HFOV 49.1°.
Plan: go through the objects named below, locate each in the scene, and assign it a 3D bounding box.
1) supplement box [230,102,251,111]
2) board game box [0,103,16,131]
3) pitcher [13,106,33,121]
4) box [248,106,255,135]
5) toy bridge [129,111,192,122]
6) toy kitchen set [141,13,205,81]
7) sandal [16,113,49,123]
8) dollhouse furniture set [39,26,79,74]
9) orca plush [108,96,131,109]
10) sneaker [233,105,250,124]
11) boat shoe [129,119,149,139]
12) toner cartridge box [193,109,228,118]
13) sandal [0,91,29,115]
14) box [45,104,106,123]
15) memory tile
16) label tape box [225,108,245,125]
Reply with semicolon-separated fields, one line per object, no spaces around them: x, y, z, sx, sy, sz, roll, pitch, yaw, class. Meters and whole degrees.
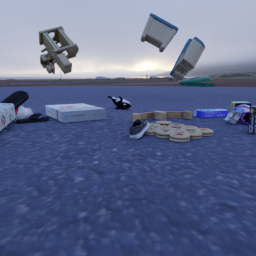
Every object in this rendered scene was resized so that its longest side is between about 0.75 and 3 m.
6.072;-1.115;15.136;0.849;0.570;0.848;1;11;4;supplement box
-5.089;-0.340;9.993;1.407;0.613;1.907;1;22;1;board game box
-5.051;-0.672;12.641;1.033;0.730;1.204;-4;1;8;pitcher
4.584;-0.314;9.901;0.973;0.966;0.242;-11;14;-41;box
1.427;-0.559;12.726;2.873;0.391;0.966;-4;9;-19;toy bridge
1.767;-3.397;11.131;2.318;1.704;2.893;29;-1;0;toy kitchen set
-4.107;-0.444;12.214;1.463;0.350;0.550;-10;14;-41;sandal
-2.396;-2.493;10.429;1.021;1.624;1.836;-27;68;-29;dollhouse furniture set
-0.613;-1.449;16.691;1.760;0.926;0.626;33;67;28;orca plush
4.942;-0.520;11.807;0.816;0.742;1.845;-12;15;-20;sneaker
0.373;-0.067;9.439;0.503;0.415;1.467;-8;17;18;boat shoe
4.051;-0.734;13.787;1.523;0.329;0.723;-4;12;-20;toner cartridge box
-5.134;-0.692;11.807;1.032;0.619;2.749;17;38;13;sandal
-2.561;-0.762;13.404;2.080;0.549;2.668;-6;12;-30;box
1.532;0.065;9.931;1.951;0.214;2.546;-8;13;-38;memory tile
4.446;-0.548;11.694;0.242;0.766;0.552;32;3;-14;label tape box
